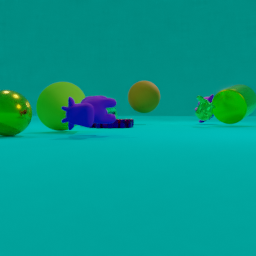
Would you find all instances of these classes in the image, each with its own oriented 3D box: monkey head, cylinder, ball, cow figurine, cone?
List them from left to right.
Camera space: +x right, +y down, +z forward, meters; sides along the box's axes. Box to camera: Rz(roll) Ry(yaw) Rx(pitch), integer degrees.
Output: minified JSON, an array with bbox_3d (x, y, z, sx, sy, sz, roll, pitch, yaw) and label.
[{"bbox_3d":[-2.160,-0.267,5.029,0.834,0.834,0.834,0,3,0],"label":"ball"},{"bbox_3d":[-1.270,-0.302,6.030,1.178,1.178,1.183,-1,19,-27],"label":"cone"},{"bbox_3d":[-0.733,-0.318,5.058,1.036,0.578,1.053,-3,16,-23],"label":"cow figurine"},{"bbox_3d":[-1.167,-0.332,9.443,1.171,1.171,1.175,3,30,47],"label":"cone"},{"bbox_3d":[0.683,-1.320,11.967,1.377,1.377,1.377,0,3,0],"label":"ball"},{"bbox_3d":[2.370,-0.616,8.932,0.756,0.633,1.050,39,1,-2],"label":"monkey head"},{"bbox_3d":[3.254,-0.784,11.803,1.086,0.910,1.510,-33,-8,-20],"label":"monkey head"},{"bbox_3d":[3.727,-0.847,9.810,1.209,1.209,1.209,2,16,40],"label":"cylinder"}]

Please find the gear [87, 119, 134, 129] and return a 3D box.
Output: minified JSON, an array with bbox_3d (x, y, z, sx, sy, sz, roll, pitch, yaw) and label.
[{"bbox_3d":[-0.536,-0.145,8.625,1.404,0.260,1.404,0,3,0],"label":"gear"}]
